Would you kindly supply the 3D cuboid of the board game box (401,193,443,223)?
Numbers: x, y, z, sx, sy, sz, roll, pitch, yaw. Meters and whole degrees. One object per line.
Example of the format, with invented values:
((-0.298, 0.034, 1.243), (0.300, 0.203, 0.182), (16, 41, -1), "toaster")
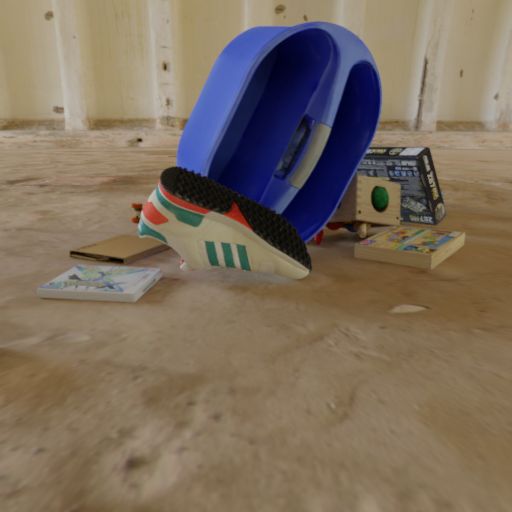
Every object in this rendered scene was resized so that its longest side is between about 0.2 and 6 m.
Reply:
((3.788, -1.646, 16.815), (2.116, 0.658, 2.802), (-13, 19, -41), "board game box")

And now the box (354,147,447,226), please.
((3.474, -1.811, 14.320), (0.600, 1.970, 2.444), (-39, 30, -28), "box")

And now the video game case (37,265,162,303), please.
((-2.611, 0.451, 9.587), (1.636, 0.180, 1.491), (2, 15, 8), "video game case")

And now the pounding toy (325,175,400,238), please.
((2.284, -1.017, 12.788), (1.821, 1.406, 1.978), (4, -3, -39), "pounding toy")

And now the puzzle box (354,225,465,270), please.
((3.342, -0.242, 12.031), (1.628, 0.311, 2.447), (9, 17, 32), "puzzle box")

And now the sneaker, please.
((-0.561, -0.252, 9.860), (3.194, 1.493, 1.125), (26, 35, -24), "sneaker")

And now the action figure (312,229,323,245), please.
((1.211, -1.051, 13.669), (0.767, 1.163, 2.350), (2, 12, -1), "action figure")

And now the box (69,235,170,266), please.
((-2.830, -0.153, 11.940), (1.414, 0.184, 1.730), (7, 16, 24), "box")

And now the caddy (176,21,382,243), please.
((0.528, -2.267, 11.153), (3.306, 4.676, 2.454), (18, 15, -35), "caddy")

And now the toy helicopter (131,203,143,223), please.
((-2.847, -1.216, 15.531), (0.856, 0.511, 1.294), (5, 11, 16), "toy helicopter")
